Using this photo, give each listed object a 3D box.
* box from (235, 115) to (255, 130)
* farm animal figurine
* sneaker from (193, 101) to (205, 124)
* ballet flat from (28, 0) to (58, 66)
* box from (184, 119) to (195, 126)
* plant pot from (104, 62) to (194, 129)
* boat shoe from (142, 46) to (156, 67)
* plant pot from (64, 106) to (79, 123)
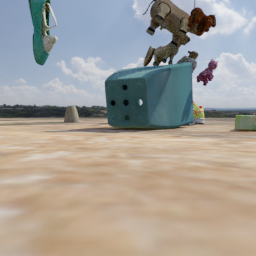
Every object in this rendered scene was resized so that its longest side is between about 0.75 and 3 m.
[{"bbox_3d":[3.891,-0.136,7.002,2.170,0.394,1.566,0,2,26],"label":"box"},{"bbox_3d":[1.812,-2.818,9.015,2.245,1.398,2.781,10,-30,20],"label":"farm animal figurine"},{"bbox_3d":[2.413,-0.717,11.543,2.062,0.931,0.806,9,-3,-42],"label":"sneaker"},{"bbox_3d":[-2.307,-2.689,7.764,0.673,1.912,0.644,3,18,10],"label":"ballet flat"},{"bbox_3d":[1.602,-0.233,10.668,1.098,0.277,1.535,-1,4,-44],"label":"box"},{"bbox_3d":[0.578,-0.865,8.221,1.939,1.940,2.745,1,12,29],"label":"plant pot"},{"bbox_3d":[0.898,-3.135,12.274,0.289,0.923,0.338,42,28,23],"label":"boat shoe"},{"bbox_3d":[-3.071,-0.744,15.239,0.835,0.891,0.835,0,2,0],"label":"plant pot"}]
